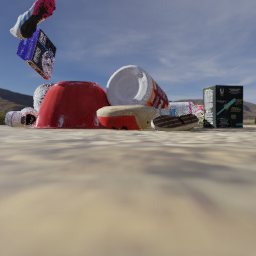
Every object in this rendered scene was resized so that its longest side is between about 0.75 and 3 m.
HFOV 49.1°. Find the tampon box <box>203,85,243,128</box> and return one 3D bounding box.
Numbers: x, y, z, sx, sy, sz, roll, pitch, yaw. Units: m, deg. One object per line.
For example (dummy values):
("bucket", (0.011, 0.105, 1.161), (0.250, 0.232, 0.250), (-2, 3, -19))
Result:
("tampon box", (3.721, -0.817, 11.025), (1.217, 1.624, 1.025), (0, 1, -13))

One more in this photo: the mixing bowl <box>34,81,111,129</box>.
("mixing bowl", (-1.715, -0.742, 9.567), (2.872, 1.555, 2.872), (0, 2, 0))

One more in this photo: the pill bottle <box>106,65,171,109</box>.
("pill bottle", (0.536, -0.958, 10.021), (1.590, 1.590, 2.785), (0, -13, 25))

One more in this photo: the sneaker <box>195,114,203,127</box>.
("sneaker", (3.731, -0.708, 12.196), (2.442, 1.411, 0.900), (-2, 3, -25))

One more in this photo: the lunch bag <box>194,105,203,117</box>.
("lunch bag", (4.202, -0.647, 15.936), (2.835, 1.162, 2.497), (1, 1, 43))

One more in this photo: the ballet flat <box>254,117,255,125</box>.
("ballet flat", (6.341, -0.393, 11.244), (2.332, 0.824, 0.824), (0, 1, 10))

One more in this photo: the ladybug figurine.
("ladybug figurine", (-0.051, -0.231, 6.682), (1.556, 0.560, 1.056), (0, 1, 30))

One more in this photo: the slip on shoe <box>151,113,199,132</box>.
("slip on shoe", (0.857, -0.059, 5.189), (0.955, 0.363, 0.289), (-10, -36, -25))

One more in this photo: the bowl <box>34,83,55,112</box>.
("bowl", (-3.268, -0.744, 12.519), (2.319, 1.088, 2.319), (6, -43, 6))

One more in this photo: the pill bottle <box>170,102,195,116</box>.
("pill bottle", (2.127, -0.648, 13.815), (2.146, 1.217, 1.217), (0, 1, 6))

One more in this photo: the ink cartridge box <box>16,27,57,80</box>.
("ink cartridge box", (-2.844, -2.457, 8.889), (0.298, 1.360, 1.373), (-8, -28, 21))

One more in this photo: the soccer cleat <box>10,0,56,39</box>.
("soccer cleat", (-2.852, -3.343, 8.332), (0.744, 1.722, 0.602), (14, -28, 28))

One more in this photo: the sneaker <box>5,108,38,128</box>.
("sneaker", (-3.919, -0.322, 11.072), (0.801, 0.826, 2.263), (9, 10, 4))

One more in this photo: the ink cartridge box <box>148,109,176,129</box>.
("ink cartridge box", (0.998, -0.279, 8.586), (0.840, 0.608, 0.619), (0, 1, 1))
